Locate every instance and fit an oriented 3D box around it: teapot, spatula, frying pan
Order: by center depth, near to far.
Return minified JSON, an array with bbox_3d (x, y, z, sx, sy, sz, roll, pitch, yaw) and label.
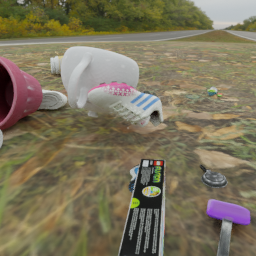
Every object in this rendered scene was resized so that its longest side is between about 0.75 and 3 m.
[{"bbox_3d":[1.594,1.981,4.637,0.809,0.294,2.862,8,24,20],"label":"spatula"},{"bbox_3d":[2.130,1.156,6.976,0.621,0.167,1.026,4,25,9],"label":"frying pan"},{"bbox_3d":[-1.050,-1.411,9.582,2.895,2.114,2.857,11,1,-32],"label":"teapot"}]

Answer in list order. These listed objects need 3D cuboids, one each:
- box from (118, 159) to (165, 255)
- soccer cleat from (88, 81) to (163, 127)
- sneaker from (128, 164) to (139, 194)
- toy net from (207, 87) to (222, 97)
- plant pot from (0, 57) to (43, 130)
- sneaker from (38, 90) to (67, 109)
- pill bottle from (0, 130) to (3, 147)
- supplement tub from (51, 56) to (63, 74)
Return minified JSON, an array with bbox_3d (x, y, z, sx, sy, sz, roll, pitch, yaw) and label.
[{"bbox_3d":[0.268,1.647,3.965,0.447,1.417,2.574,1,22,9],"label":"box"},{"bbox_3d":[0.079,-0.600,8.087,2.587,1.117,0.904,5,-27,-39],"label":"soccer cleat"},{"bbox_3d":[0.343,1.228,6.170,0.467,0.540,1.247,-32,10,12],"label":"sneaker"},{"bbox_3d":[4.514,-1.936,14.594,0.750,0.276,1.429,5,22,13],"label":"toy net"},{"bbox_3d":[-4.451,-1.252,10.227,2.567,2.567,2.298,6,7,15],"label":"plant pot"},{"bbox_3d":[-3.964,-1.277,12.262,2.561,0.978,1.031,9,15,3],"label":"sneaker"},{"bbox_3d":[-4.525,0.306,8.249,1.418,0.777,0.777,1,22,3],"label":"pill bottle"},{"bbox_3d":[-4.440,-4.347,19.378,1.685,1.225,1.225,-6,22,-17],"label":"supplement tub"}]
